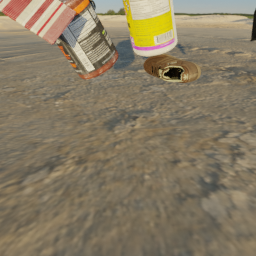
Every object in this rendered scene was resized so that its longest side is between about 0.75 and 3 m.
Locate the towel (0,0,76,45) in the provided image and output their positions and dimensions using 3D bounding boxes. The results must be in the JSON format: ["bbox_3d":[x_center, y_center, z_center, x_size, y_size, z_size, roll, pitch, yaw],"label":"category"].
[{"bbox_3d":[-1.733,-2.235,5.363,1.218,0.877,0.139,32,-21,-7],"label":"towel"}]

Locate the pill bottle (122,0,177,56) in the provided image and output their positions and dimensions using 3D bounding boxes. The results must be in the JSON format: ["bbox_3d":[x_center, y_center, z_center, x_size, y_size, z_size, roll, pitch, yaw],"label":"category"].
[{"bbox_3d":[0.494,-3.085,6.945,1.217,2.334,1.217,-10,35,7],"label":"pill bottle"}]

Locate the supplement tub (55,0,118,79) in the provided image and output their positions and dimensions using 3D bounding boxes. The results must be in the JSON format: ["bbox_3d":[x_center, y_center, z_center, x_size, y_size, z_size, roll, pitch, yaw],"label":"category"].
[{"bbox_3d":[-1.326,-2.536,7.158,1.296,2.424,1.296,-22,36,17],"label":"supplement tub"}]

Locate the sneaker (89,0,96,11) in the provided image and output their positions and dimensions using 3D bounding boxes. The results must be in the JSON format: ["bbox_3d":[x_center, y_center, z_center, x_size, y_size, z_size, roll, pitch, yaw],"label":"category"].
[{"bbox_3d":[-1.372,-3.798,8.088,0.406,1.072,0.619,-31,16,-30],"label":"sneaker"}]

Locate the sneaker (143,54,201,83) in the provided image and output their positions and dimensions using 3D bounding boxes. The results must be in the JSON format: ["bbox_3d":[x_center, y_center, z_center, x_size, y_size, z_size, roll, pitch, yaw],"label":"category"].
[{"bbox_3d":[1.052,-1.688,7.917,0.743,0.693,1.967,-23,29,-39],"label":"sneaker"}]

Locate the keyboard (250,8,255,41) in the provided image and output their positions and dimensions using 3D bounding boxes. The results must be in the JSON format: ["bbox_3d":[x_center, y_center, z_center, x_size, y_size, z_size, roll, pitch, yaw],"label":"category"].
[{"bbox_3d":[3.186,-2.291,5.899,0.232,1.088,1.811,6,2,-7],"label":"keyboard"}]
